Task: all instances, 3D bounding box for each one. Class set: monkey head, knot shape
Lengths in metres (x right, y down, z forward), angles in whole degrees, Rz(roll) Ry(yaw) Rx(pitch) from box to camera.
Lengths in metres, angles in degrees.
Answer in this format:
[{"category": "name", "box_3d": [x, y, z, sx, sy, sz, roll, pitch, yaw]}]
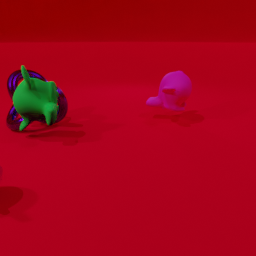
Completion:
[{"category": "monkey head", "box_3d": [1.083, -0.994, 7.516, 1.220, 1.022, 1.696, 4, 26, 18]}, {"category": "knot shape", "box_3d": [-2.241, -0.646, 6.978, 1.536, 1.641, 0.758, 11, -11, 3]}, {"category": "monkey head", "box_3d": [-1.952, -0.496, 5.937, 0.927, 1.539, 1.107, 3, 33, -19]}]

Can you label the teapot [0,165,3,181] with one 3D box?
[{"category": "teapot", "box_3d": [-2.173, 0.671, 3.860, 0.764, 0.601, 1.228, -40, 9, -29]}]
